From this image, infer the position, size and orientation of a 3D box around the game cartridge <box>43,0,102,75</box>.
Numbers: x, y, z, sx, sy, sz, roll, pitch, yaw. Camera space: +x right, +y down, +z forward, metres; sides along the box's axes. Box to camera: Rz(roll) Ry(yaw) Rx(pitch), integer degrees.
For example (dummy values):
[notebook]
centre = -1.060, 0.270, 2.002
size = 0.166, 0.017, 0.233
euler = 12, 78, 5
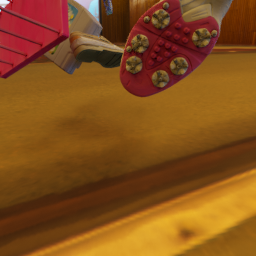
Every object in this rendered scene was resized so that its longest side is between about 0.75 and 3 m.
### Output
[game cartridge]
centre = -1.923, -2.804, 7.960
size = 2.634, 1.756, 0.533
euler = 38, 6, 34

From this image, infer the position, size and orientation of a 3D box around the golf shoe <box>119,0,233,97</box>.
[golf shoe]
centre = 0.964, -1.759, 4.381
size = 1.130, 3.000, 1.373
euler = 37, 12, -3

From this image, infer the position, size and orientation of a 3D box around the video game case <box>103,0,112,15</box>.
[video game case]
centre = -0.703, -4.293, 9.326
size = 0.186, 0.817, 0.740
euler = -10, 40, 8

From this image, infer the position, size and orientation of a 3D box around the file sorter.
[file sorter]
centre = -2.680, -2.423, 5.731
size = 2.603, 1.809, 1.633
euler = -15, -15, 40

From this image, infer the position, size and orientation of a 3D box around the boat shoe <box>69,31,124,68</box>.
[boat shoe]
centre = -0.654, -1.934, 6.850
size = 0.681, 0.623, 1.822
euler = -33, -16, 29
